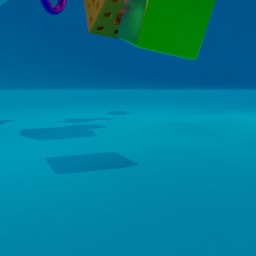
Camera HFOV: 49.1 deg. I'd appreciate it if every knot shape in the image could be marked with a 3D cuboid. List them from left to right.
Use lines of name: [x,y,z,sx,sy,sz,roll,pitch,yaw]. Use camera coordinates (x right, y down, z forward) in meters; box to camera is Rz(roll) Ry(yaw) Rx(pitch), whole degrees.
knot shape: [-2.463,-4.136,7.991,0.747,1.512,1.616,-31,-4,14]

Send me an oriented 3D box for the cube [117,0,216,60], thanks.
cube: [0.488,-1.541,3.842,0.908,0.908,0.908,6,22,-23]

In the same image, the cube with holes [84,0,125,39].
cube with holes: [-0.176,-2.908,6.293,1.225,1.225,1.225,2,-26,-28]

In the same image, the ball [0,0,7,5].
ball: [-3.236,-3.351,6.579,0.909,0.909,0.909,0,9,0]
